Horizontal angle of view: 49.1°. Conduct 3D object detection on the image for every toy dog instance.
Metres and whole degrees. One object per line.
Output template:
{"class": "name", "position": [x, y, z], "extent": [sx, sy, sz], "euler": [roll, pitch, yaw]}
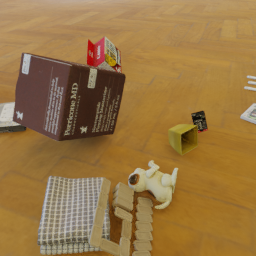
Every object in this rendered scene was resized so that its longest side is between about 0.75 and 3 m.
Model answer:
{"class": "toy dog", "position": [0.708, 1.687, 8.479], "extent": [1.397, 0.975, 1.354], "euler": [12, 71, 14]}

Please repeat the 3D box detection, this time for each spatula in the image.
{"class": "spatula", "position": [7.466, -2.107, 14.232], "extent": [2.834, 0.228, 1.971], "euler": [16, 39, 21]}

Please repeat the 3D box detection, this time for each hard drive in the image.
{"class": "hard drive", "position": [-4.919, -0.500, 11.868], "extent": [1.344, 0.364, 1.924], "euler": [-5, 37, -7]}

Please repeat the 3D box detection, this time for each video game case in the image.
{"class": "video game case", "position": [5.855, -0.488, 11.999], "extent": [1.531, 0.179, 1.392], "euler": [28, 44, 33]}

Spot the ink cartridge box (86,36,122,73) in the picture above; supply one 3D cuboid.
{"class": "ink cartridge box", "position": [-1.152, -3.458, 13.744], "extent": [0.817, 1.711, 1.948], "euler": [-27, 48, 28]}

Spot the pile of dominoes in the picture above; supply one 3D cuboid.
{"class": "pile of dominoes", "position": [-0.139, 2.434, 7.325], "extent": [1.743, 0.356, 2.237], "euler": [31, 31, -15]}

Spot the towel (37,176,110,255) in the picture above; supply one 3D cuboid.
{"class": "towel", "position": [-1.398, 2.213, 7.580], "extent": [1.805, 0.933, 2.180], "euler": [-4, 36, -6]}

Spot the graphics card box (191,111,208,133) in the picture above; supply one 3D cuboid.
{"class": "graphics card box", "position": [2.700, -0.230, 10.575], "extent": [0.487, 0.777, 0.198], "euler": [-15, 15, 0]}

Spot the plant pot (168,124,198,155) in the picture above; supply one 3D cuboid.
{"class": "plant pot", "position": [1.975, 0.336, 10.336], "extent": [0.892, 0.892, 0.787], "euler": [-25, 31, -30]}

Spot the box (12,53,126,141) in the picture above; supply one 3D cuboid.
{"class": "box", "position": [-2.021, -1.103, 9.984], "extent": [2.401, 2.426, 2.924], "euler": [20, 14, 30]}
